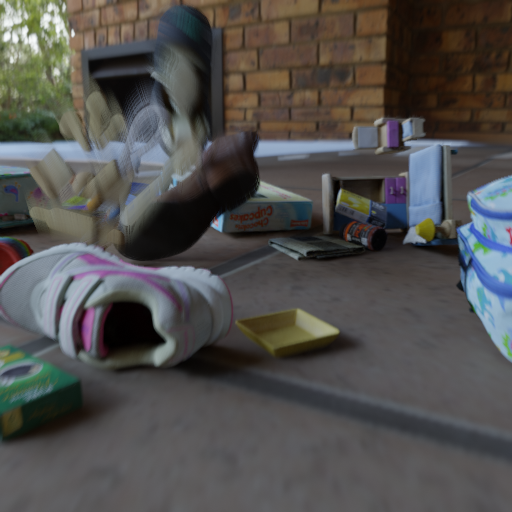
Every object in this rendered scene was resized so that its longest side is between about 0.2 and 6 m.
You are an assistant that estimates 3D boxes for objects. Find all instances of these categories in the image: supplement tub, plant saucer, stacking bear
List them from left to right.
[{"bbox_3d":[-3.379,0.042,7.659,0.674,0.631,1.110,-2,9,-8],"label":"stacking bear"},{"bbox_3d":[0.295,0.772,5.499,0.775,0.188,0.775,-8,17,-28],"label":"plant saucer"},{"bbox_3d":[1.772,-0.342,9.428,0.429,0.429,0.802,-10,17,-35],"label":"supplement tub"}]

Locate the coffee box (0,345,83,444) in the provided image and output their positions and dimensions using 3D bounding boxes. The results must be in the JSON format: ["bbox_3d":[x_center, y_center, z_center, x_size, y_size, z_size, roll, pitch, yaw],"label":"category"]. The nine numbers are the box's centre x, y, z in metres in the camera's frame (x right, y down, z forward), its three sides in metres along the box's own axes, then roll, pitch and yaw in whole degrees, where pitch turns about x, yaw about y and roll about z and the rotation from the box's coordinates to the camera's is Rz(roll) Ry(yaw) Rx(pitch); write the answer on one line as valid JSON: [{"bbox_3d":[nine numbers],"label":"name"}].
[{"bbox_3d":[-1.949,1.029,4.351,1.119,0.246,0.688,10,18,37],"label":"coffee box"}]

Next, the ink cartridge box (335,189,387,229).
[{"bbox_3d":[1.857,-0.874,9.836,0.893,0.212,0.904,21,35,0],"label":"ink cartridge box"}]

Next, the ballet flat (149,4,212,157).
[{"bbox_3d":[-1.061,-2.113,7.825,0.959,2.626,0.959,4,51,-5],"label":"ballet flat"}]

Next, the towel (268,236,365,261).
[{"bbox_3d":[0.974,-0.129,9.176,1.169,0.210,1.214,-4,12,-26],"label":"towel"}]

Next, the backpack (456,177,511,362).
[{"bbox_3d":[2.963,0.026,5.233,2.028,1.629,2.216,-13,19,16],"label":"backpack"}]

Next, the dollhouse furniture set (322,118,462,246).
[{"bbox_3d":[2.209,-1.321,9.399,1.612,2.333,2.471,-2,3,-8],"label":"dollhouse furniture set"}]

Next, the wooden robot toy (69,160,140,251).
[{"bbox_3d":[-2.446,-0.863,8.516,0.892,1.965,0.866,22,-32,-11],"label":"wooden robot toy"}]

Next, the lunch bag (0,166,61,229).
[{"bbox_3d":[-5.460,-1.219,11.426,2.977,1.148,2.388,13,17,41],"label":"lunch bag"}]

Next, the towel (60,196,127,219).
[{"bbox_3d":[-3.727,-1.128,12.898,2.214,0.252,1.590,6,16,21],"label":"towel"}]

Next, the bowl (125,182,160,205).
[{"bbox_3d":[-2.384,-1.307,12.810,1.576,0.309,1.576,14,18,-5],"label":"bowl"}]

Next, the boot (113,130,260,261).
[{"bbox_3d":[-1.047,-1.169,9.440,2.581,0.889,2.769,-25,25,9],"label":"boot"}]

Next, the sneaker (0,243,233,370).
[{"bbox_3d":[-1.463,0.463,5.147,2.358,0.959,1.040,3,12,15],"label":"sneaker"}]

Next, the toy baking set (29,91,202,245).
[{"bbox_3d":[-1.868,-1.060,6.842,2.412,1.851,0.281,20,3,26],"label":"toy baking set"}]

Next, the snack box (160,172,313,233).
[{"bbox_3d":[-0.547,-1.213,11.826,1.974,0.630,3.398,-4,18,-28],"label":"snack box"}]
